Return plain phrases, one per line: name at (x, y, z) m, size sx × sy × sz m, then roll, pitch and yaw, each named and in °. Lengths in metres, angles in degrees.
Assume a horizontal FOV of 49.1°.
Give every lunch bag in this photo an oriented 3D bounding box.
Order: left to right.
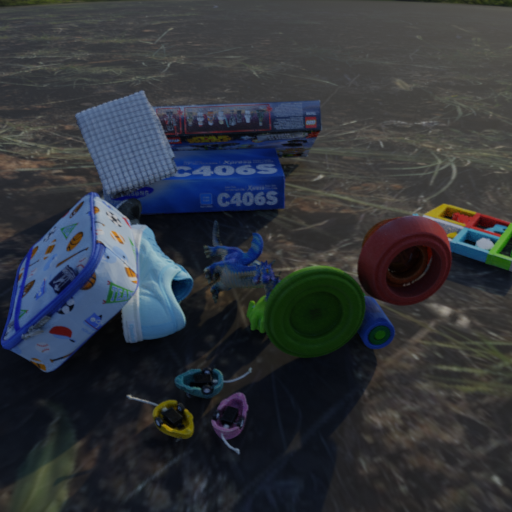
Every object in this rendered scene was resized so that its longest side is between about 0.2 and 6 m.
lunch bag at (-3.122, 0.394, 9.276) m, size 2.383 × 1.124 × 2.974 m, roll -39°, pitch 31°, yaw 10°

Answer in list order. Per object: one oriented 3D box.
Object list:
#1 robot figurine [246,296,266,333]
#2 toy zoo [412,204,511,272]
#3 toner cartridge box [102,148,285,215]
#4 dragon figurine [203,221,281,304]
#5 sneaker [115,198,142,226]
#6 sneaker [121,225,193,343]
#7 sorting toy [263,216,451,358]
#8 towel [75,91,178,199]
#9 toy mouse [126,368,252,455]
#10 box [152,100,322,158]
robot figurine at (0.171, 0.989, 9.694) m, size 0.698 × 0.460 × 0.796 m, roll 13°, pitch 34°, yaw 18°
toy zoo at (4.635, -0.511, 12.289) m, size 2.557 × 0.262 × 1.677 m, roll 22°, pitch 38°, yaw 31°
toner cartridge box at (-1.490, -1.876, 13.855) m, size 4.212 × 0.909 × 2.001 m, roll -3°, pitch 29°, yaw -5°
dragon figurine at (-0.213, 0.105, 10.454) m, size 1.391 × 0.823 × 2.797 m, roll -13°, pitch 25°, yaw 2°
sneaker at (-2.692, -0.550, 11.736) m, size 0.902 × 0.662 × 1.993 m, roll -6°, pitch 37°, yaw 23°
sneaker at (-1.758, 0.441, 10.099) m, size 1.207 × 1.089 × 2.947 m, roll -3°, pitch 39°, yaw -9°
sorting toy at (1.592, 0.442, 9.254) m, size 3.234 × 1.943 × 1.327 m, roll -24°, pitch 29°, yaw 0°
towel at (-2.847, -2.405, 12.428) m, size 1.701 × 2.055 × 0.879 m, roll -23°, pitch -5°, yaw -15°
toy mouse at (-0.632, 2.117, 7.972) m, size 1.805 × 0.349 × 1.604 m, roll 26°, pitch 40°, yaw 35°
box at (-0.510, -3.203, 14.705) m, size 4.086 × 0.815 × 2.798 m, roll -3°, pitch -3°, yaw -3°
